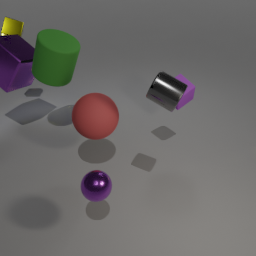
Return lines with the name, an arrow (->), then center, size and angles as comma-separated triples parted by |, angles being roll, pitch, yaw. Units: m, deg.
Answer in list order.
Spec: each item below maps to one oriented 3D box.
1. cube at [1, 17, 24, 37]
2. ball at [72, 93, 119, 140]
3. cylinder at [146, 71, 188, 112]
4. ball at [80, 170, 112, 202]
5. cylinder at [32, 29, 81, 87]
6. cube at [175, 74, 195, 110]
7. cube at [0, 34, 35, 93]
cube -> -4.564, -3.831, 11.079 | 0.700, 0.700, 0.700 | 12, -10, -21
ball -> -0.968, -0.350, 8.365 | 1.400, 1.400, 1.400 | 0, 33, 0
cylinder -> 0.872, -0.823, 6.312 | 0.700, 0.700, 0.700 | 31, 38, 5
ball -> -0.702, 1.285, 6.227 | 0.700, 0.700, 0.700 | 0, 33, 0
cylinder -> -2.453, -2.369, 9.493 | 1.400, 1.400, 1.400 | 15, 41, -14
cube -> 1.642, -1.156, 9.005 | 0.700, 0.700, 0.700 | -36, 64, -12
cube -> -4.199, -2.370, 10.166 | 1.400, 1.400, 1.400 | 40, 28, 3
